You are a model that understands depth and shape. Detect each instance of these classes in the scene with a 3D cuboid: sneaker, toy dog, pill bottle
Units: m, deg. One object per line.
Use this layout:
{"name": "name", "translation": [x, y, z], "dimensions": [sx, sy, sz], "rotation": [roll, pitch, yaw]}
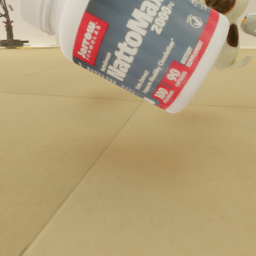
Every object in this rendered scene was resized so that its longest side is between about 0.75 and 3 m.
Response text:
{"name": "sneaker", "translation": [3.582, -2.472, 7.216], "dimensions": [1.481, 0.561, 0.681], "rotation": [15, 29, -24]}
{"name": "toy dog", "translation": [1.930, -2.283, 6.168], "dimensions": [1.348, 1.932, 1.873], "rotation": [-31, 58, -21]}
{"name": "pill bottle", "translation": [-0.092, -1.447, 4.044], "dimensions": [2.602, 1.556, 1.556], "rotation": [27, 20, -3]}
